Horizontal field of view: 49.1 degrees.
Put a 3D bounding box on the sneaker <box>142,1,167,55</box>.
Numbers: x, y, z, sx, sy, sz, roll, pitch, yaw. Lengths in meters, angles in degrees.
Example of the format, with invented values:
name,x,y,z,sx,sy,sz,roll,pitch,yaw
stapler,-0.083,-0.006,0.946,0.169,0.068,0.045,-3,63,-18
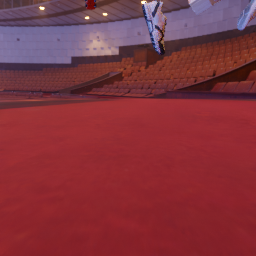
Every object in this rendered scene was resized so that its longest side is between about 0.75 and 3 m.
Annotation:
name,x,y,z,sx,sy,sz,roll,pitch,yaw
sneaker,1.210,-3.878,10.899,0.832,2.080,0.767,-19,26,-1

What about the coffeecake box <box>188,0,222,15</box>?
name,x,y,z,sx,sy,sz,roll,pitch,yaw
coffeecake box,2.176,-4.096,7.875,1.109,1.445,0.528,-24,-34,30

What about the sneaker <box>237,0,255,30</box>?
name,x,y,z,sx,sy,sz,roll,pitch,yaw
sneaker,3.575,-3.326,7.846,0.529,1.320,0.464,24,15,-17

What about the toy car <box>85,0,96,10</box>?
name,x,y,z,sx,sy,sz,roll,pitch,yaw
toy car,-0.828,-3.465,6.881,1.073,0.254,1.140,-10,-18,25
